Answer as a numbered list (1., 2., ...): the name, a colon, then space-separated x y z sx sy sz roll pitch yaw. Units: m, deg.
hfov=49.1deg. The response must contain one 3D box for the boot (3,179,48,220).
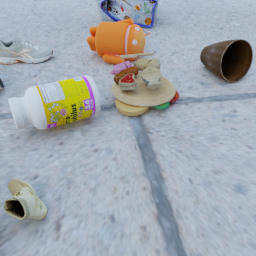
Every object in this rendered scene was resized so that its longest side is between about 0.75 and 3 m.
1. boot: -2.023 1.296 5.148 1.024 0.796 0.373 42 88 19

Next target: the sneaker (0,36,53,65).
1. sneaker: -4.073 -3.109 10.999 2.153 0.990 0.815 -8 38 -11

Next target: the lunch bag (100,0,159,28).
1. lunch bag: 0.146 -6.626 15.062 2.889 1.789 2.456 11 39 2

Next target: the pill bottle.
1. pill bottle: -1.902 -0.627 7.368 2.177 1.135 1.135 -17 40 -22

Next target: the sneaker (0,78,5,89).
1. sneaker: -4.895 -1.725 9.449 0.949 0.883 2.198 -30 36 -20

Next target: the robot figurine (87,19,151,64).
1. robot figurine: -0.363 -3.475 11.138 2.433 1.419 1.750 9 35 12

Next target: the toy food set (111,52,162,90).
1. toy food set: 0.231 -1.708 8.850 1.650 0.409 2.596 -3 34 8

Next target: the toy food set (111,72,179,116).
1. toy food set: 0.511 -1.144 8.780 2.064 0.507 2.085 -9 37 -12

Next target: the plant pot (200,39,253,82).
1. plant pot: 3.358 -2.502 10.063 1.431 1.431 1.531 -16 26 -20
